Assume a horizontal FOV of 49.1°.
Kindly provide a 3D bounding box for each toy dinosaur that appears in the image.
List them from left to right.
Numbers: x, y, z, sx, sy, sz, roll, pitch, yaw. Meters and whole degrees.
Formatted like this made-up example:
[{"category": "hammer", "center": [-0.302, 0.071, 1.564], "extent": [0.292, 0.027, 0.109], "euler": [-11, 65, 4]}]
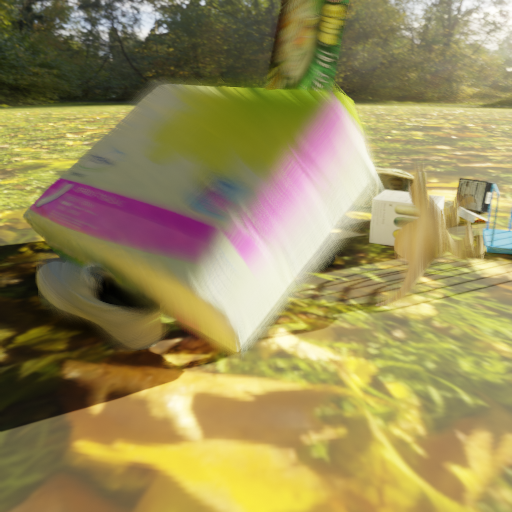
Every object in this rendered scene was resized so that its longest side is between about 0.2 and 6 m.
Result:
[{"category": "toy dinosaur", "center": [2.736, -0.181, 8.683], "extent": [1.344, 0.773, 2.657], "euler": [-7, 49, 37]}]

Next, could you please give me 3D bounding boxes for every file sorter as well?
[{"category": "file sorter", "center": [5.311, -0.680, 10.499], "extent": [1.824, 1.119, 1.266], "euler": [5, 19, 17]}]

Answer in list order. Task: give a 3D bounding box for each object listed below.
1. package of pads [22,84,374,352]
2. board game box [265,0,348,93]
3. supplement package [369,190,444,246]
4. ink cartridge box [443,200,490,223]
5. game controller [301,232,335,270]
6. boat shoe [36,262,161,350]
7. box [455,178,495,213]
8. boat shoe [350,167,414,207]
[{"category": "package of pads", "center": [-0.945, -0.982, 8.184], "extent": [4.480, 1.528, 3.461], "euler": [18, 60, 42]}, {"category": "board game box", "center": [0.818, -3.489, 11.583], "extent": [0.601, 5.121, 2.683], "euler": [10, 2, -22]}, {"category": "supplement package", "center": [2.922, -0.707, 10.881], "extent": [1.184, 0.899, 0.892], "euler": [10, 21, 26]}, {"category": "ink cartridge box", "center": [4.754, -0.940, 12.660], "extent": [0.779, 0.198, 0.884], "euler": [24, 16, -11]}, {"category": "game controller", "center": [0.838, -0.213, 10.378], "extent": [1.139, 0.460, 2.184], "euler": [-13, 17, 8]}, {"category": "boat shoe", "center": [-1.953, 0.448, 7.056], "extent": [1.881, 0.670, 0.656], "euler": [28, 34, 15]}, {"category": "box", "center": [5.132, -1.436, 13.197], "extent": [0.720, 0.725, 0.447], "euler": [18, 15, 42]}, {"category": "boat shoe", "center": [2.991, -1.689, 13.712], "extent": [2.735, 0.998, 0.860], "euler": [-5, 15, -39]}]
